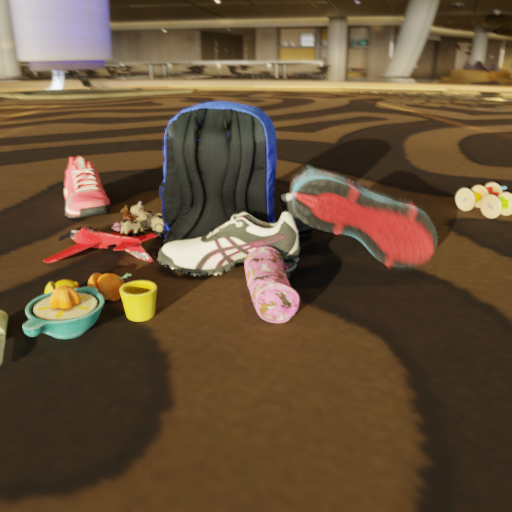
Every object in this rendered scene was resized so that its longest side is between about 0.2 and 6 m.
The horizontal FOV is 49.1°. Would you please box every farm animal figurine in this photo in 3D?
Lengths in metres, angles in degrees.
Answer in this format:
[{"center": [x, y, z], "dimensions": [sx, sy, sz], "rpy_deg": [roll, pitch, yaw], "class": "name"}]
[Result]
[{"center": [-2.437, -0.790, 12.113], "dimensions": [1.261, 0.665, 1.275], "rpy_deg": [9, 20, -16], "class": "farm animal figurine"}]

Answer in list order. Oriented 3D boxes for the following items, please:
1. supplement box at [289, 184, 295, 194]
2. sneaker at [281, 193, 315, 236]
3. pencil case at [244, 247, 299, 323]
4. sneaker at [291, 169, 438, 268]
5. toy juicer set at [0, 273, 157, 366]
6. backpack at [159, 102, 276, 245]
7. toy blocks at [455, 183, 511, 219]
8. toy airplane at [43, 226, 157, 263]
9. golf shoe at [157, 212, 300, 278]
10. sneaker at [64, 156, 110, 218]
[{"center": [1.379, -1.355, 13.727], "dimensions": [1.139, 0.717, 0.419], "rpy_deg": [17, 23, 34], "class": "supplement box"}, {"center": [0.987, -0.960, 12.637], "dimensions": [0.701, 0.984, 1.984], "rpy_deg": [-9, 6, 13], "class": "sneaker"}, {"center": [0.236, 0.449, 9.234], "dimensions": [0.749, 0.717, 1.732], "rpy_deg": [-16, 22, 1], "class": "pencil case"}, {"center": [1.984, -0.846, 10.111], "dimensions": [2.878, 1.141, 1.375], "rpy_deg": [26, 25, -14], "class": "sneaker"}, {"center": [-3.028, 0.710, 8.532], "dimensions": [2.718, 0.740, 1.729], "rpy_deg": [-18, 28, -36], "class": "toy juicer set"}, {"center": [-0.750, -1.729, 11.665], "dimensions": [2.382, 2.931, 2.460], "rpy_deg": [1, 22, 5], "class": "backpack"}, {"center": [6.098, -1.441, 14.131], "dimensions": [1.619, 0.588, 1.349], "rpy_deg": [-13, 25, -30], "class": "toy blocks"}, {"center": [-3.065, -0.286, 11.424], "dimensions": [2.411, 0.443, 2.411], "rpy_deg": [0, 20, 0], "class": "toy airplane"}, {"center": [-0.513, -0.267, 10.451], "dimensions": [2.654, 1.169, 1.024], "rpy_deg": [-1, 21, 1], "class": "golf shoe"}, {"center": [-4.412, -1.789, 14.115], "dimensions": [1.056, 1.243, 2.866], "rpy_deg": [-10, 25, -24], "class": "sneaker"}]
